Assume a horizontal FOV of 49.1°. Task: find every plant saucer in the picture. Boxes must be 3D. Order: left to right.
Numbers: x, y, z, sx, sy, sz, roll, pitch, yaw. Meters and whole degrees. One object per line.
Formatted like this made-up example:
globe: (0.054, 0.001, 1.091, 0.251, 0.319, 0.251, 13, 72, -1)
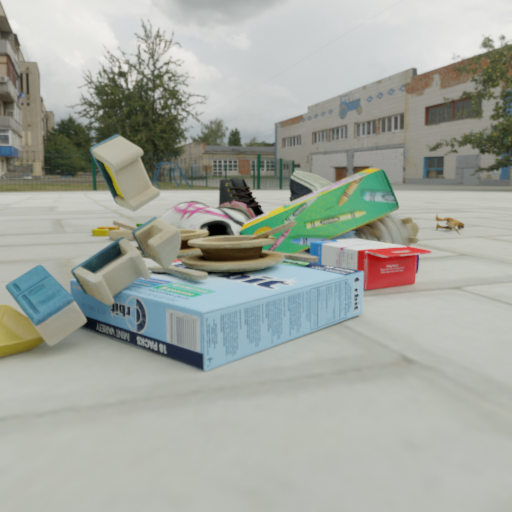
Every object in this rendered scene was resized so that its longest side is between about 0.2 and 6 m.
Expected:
plant saucer: (-2.496, 0.732, 5.158, 0.840, 0.203, 0.840, 22, 17, 35)

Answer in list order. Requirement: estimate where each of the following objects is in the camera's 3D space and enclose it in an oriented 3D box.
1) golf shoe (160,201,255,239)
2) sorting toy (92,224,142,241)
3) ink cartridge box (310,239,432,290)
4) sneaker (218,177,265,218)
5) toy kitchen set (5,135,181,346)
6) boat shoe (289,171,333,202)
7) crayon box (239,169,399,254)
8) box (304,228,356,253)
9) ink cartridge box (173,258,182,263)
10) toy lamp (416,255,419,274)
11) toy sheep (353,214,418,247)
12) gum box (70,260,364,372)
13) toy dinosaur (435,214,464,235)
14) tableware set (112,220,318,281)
golf shoe: (-1.280, -0.674, 12.396, 2.413, 0.876, 1.111, -2, 28, 28)
sorting toy: (-2.963, -0.692, 14.448, 2.766, 0.370, 2.061, 1, 9, 7)
ink cartridge box: (1.684, 0.115, 8.431, 0.991, 0.574, 1.706, -5, 10, -29)
sneaker: (-0.313, -1.242, 14.289, 1.058, 1.503, 2.829, -5, 10, -31)
toy kitchen set: (-1.687, -0.227, 5.246, 1.564, 1.253, 0.922, -36, 37, -23)
boat shoe: (1.482, -1.154, 12.377, 1.029, 0.858, 2.757, 8, 18, -26)
crayon box: (1.067, -0.708, 10.048, 2.640, 0.769, 1.568, -23, 7, 6)
box: (1.805, -0.510, 12.760, 1.882, 0.519, 2.756, -1, 9, -7)
ink cartridge box: (-1.204, -0.028, 10.465, 0.988, 0.249, 0.539, -6, 10, -40)
toy lamp: (2.018, 0.059, 9.456, 1.385, 0.403, 0.403, 4, 9, 24)
toy sheep: (2.249, -0.299, 10.034, 1.474, 1.016, 1.016, -15, 13, -15)
gum box: (-0.377, 0.455, 6.218, 2.131, 0.559, 2.509, 8, 12, 42)
toy dinosaur: (5.416, -0.906, 15.584, 0.841, 0.478, 1.583, 6, 11, 30)
tableware set: (-0.717, -0.204, 6.952, 1.718, 0.521, 2.600, -8, 10, -38)
